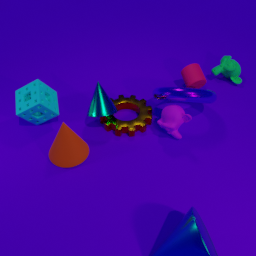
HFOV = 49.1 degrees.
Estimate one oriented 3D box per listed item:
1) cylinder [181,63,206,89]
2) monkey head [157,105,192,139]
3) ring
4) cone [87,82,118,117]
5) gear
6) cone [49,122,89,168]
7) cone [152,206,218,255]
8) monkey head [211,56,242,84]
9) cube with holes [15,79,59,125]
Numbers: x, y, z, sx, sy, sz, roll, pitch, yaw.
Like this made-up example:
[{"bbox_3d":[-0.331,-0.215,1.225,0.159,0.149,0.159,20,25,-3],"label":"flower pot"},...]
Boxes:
[{"bbox_3d":[2.342,-1.818,10.024,0.710,0.710,0.710,-13,69,-13],"label":"cylinder"},{"bbox_3d":[1.413,-0.205,8.373,0.817,0.975,1.356,-48,25,-3],"label":"monkey head"},{"bbox_3d":[1.788,-1.040,8.949,2.027,0.405,2.027,4,6,0],"label":"ring"},{"bbox_3d":[-0.843,-0.936,8.501,0.974,0.978,0.974,-6,18,2],"label":"cone"},{"bbox_3d":[-0.061,-0.438,9.155,1.710,0.316,1.710,0,45,0],"label":"gear"},{"bbox_3d":[-1.719,0.279,7.806,1.174,1.178,1.174,0,43,0],"label":"cone"},{"bbox_3d":[1.014,2.601,5.898,1.423,1.418,1.418,-26,45,12],"label":"cone"},{"bbox_3d":[3.714,-2.182,10.596,0.975,0.817,1.356,-31,48,13],"label":"monkey head"},{"bbox_3d":[-2.810,-0.776,8.685,0.886,0.886,0.886,-23,61,18],"label":"cube with holes"}]
